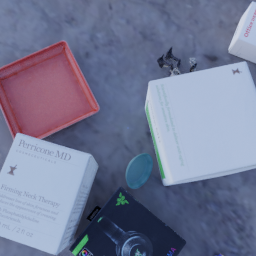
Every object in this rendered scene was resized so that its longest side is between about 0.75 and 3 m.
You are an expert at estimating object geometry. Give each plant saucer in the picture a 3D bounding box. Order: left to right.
[{"bbox_3d":[-2.657,-1.073,8.950,2.746,0.505,2.751,-26,77,-6],"label":"plant saucer"},{"bbox_3d":[0.293,1.232,8.213,0.201,1.118,1.118,23,75,41],"label":"plant saucer"}]

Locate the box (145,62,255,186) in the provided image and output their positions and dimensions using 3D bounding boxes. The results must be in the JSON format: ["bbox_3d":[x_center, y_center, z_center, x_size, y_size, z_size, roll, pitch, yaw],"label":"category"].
[{"bbox_3d":[2.038,0.046,7.738,2.677,2.293,2.664,-11,77,-3],"label":"box"}]

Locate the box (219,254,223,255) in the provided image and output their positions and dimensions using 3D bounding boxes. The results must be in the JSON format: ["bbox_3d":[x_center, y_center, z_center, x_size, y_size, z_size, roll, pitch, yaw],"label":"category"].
[{"bbox_3d":[2.805,4.229,7.769,1.447,0.300,0.861,38,79,11],"label":"box"}]

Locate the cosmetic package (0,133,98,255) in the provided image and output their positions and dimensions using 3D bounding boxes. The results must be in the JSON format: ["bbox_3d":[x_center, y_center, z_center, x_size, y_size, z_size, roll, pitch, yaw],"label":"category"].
[{"bbox_3d":[-2.172,1.705,7.491,2.010,1.998,2.402,16,76,4],"label":"cosmetic package"}]

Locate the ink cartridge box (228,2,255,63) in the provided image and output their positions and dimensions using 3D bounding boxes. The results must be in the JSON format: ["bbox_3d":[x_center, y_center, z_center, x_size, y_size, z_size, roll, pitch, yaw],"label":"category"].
[{"bbox_3d":[4.669,-2.919,9.188,2.145,0.921,1.570,23,78,4],"label":"ink cartridge box"}]

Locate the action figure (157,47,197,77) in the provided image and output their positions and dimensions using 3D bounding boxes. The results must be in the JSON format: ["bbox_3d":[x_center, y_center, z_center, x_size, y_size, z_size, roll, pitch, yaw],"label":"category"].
[{"bbox_3d":[1.697,-1.820,8.978,0.971,0.833,1.633,-38,77,-20],"label":"action figure"}]

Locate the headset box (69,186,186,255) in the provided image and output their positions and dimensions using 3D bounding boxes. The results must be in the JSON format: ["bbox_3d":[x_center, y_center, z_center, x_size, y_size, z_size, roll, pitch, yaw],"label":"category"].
[{"bbox_3d":[-0.069,3.054,7.619,2.414,1.120,2.102,40,79,9],"label":"headset box"}]
